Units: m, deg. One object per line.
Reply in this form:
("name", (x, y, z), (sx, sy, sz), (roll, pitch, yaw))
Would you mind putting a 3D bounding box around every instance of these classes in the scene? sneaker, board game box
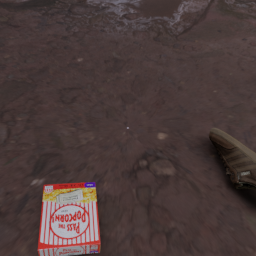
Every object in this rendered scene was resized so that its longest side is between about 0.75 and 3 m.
("sneaker", (2.475, 0.839, 6.258), (0.836, 0.897, 2.375), (28, 12, -36))
("board game box", (-1.144, 1.759, 5.544), (1.097, 0.335, 1.448), (-2, 40, -11))
